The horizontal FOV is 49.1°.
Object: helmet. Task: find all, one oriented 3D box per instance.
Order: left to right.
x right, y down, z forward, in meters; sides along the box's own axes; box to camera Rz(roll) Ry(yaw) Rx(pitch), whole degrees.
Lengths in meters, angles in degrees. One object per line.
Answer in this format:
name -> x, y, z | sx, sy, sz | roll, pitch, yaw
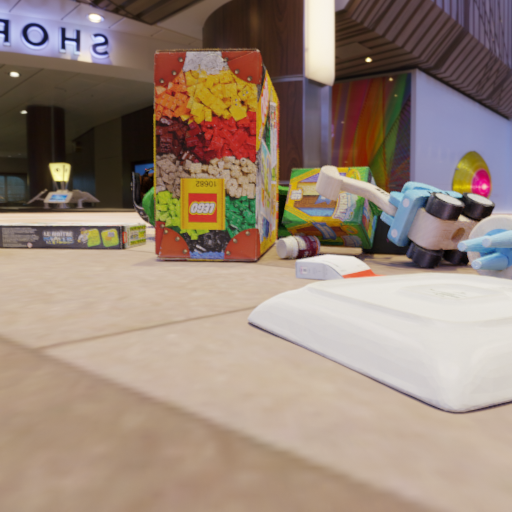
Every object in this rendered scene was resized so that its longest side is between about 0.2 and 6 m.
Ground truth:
helmet -> -3.362, -2.054, 19.800 | 2.181, 2.079, 2.181 | -13, -1, 0

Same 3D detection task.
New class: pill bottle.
pill bottle -> 0.664, -0.130, 8.899 | 0.642, 0.367, 0.367 | -4, 7, -32

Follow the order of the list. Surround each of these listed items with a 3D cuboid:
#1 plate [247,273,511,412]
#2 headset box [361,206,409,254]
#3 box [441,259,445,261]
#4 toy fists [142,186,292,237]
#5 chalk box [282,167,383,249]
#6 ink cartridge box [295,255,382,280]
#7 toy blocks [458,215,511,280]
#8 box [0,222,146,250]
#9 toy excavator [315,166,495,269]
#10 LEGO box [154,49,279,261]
plate -> 1.301, 0.388, 3.741 | 2.115, 0.342, 2.111 | -3, 5, -26
headset box -> 2.817, -0.494, 10.103 | 1.608, 0.857, 1.846 | 2, 6, 21
box -> 3.007, -0.145, 8.730 | 0.346, 0.405, 0.634 | 9, 9, 21
toy fists -> -0.653, -1.116, 13.893 | 4.245, 1.460, 2.164 | 1, 13, -7
chalk box -> 1.416, -0.759, 9.112 | 1.659, 1.028, 1.035 | 3, -21, 24
ink cartridge box -> 1.104, 0.153, 6.697 | 1.019, 0.291, 0.828 | -1, 4, 35
toy blocks -> 3.388, -0.074, 6.147 | 2.178, 0.791, 1.815 | -5, 7, -44
box -> -3.752, -0.423, 11.327 | 2.696, 0.468, 1.484 | 1, 6, 8
toy excavator -> 2.046, -0.698, 8.069 | 1.883, 0.967, 1.937 | -2, 29, -31
LEGO box -> -0.519, -1.650, 10.239 | 1.616, 3.119, 4.188 | 1, 6, 6
